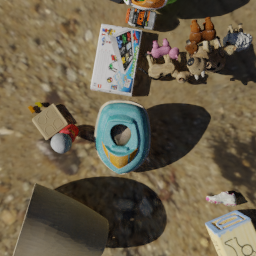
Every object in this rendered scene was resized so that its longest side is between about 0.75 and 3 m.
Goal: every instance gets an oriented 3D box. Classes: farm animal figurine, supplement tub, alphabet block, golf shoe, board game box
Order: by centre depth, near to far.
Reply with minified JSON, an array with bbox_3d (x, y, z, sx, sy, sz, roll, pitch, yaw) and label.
[{"bbox_3d":[2.707,2.831,7.112,0.990,0.996,1.014,-22,87,0],"label":"alphabet block"},{"bbox_3d":[1.710,-1.738,7.201,2.196,2.220,1.158,-8,84,-29],"label":"farm animal figurine"},{"bbox_3d":[2.511,1.882,7.558,0.818,0.308,0.374,9,70,-1],"label":"golf shoe"},{"bbox_3d":[0.358,-3.027,7.735,0.795,0.487,0.487,11,86,1],"label":"supplement tub"},{"bbox_3d":[-0.310,-1.865,7.743,1.157,0.317,1.833,10,86,1],"label":"board game box"}]

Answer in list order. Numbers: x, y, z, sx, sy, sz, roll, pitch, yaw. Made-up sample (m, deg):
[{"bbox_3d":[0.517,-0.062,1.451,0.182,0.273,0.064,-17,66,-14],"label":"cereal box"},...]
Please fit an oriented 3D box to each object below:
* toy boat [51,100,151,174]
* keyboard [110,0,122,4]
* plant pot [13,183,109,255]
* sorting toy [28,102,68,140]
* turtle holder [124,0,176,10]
[{"bbox_3d":[-0.642,0.304,7.048,2.420,1.125,2.034,2,111,8],"label":"toy boat"},{"bbox_3d":[-0.952,-4.479,7.946,2.107,0.270,1.265,21,87,0],"label":"keyboard"},{"bbox_3d":[-1.562,2.501,6.883,2.005,1.878,1.878,17,86,-15],"label":"plant pot"},{"bbox_3d":[-2.245,-0.299,7.753,0.784,0.141,1.053,-37,87,2],"label":"sorting toy"},{"bbox_3d":[0.435,-4.103,7.225,1.527,1.634,2.150,-24,89,-1],"label":"turtle holder"}]
